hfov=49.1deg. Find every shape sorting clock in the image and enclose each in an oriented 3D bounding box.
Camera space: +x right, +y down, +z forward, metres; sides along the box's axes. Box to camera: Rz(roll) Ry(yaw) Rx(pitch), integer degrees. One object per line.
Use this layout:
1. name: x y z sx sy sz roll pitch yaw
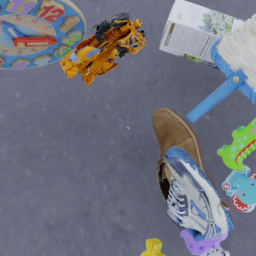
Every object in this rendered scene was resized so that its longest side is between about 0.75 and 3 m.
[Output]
1. shape sorting clock: -2.193 -1.821 5.627 2.753 2.753 0.540 -15 75 -6

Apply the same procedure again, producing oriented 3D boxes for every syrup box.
1. syrup box: 2.096 -2.241 7.045 2.393 0.975 0.942 19 57 2

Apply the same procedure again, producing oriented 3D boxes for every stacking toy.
1. stacking toy: 1.568 1.337 4.432 0.687 2.206 2.926 44 105 37

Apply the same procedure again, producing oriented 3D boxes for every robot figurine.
1. robot figurine: -0.357 -1.335 4.835 1.518 1.101 0.442 -30 74 20

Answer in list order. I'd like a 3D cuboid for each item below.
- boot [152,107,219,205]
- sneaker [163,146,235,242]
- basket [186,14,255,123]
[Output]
1. boot: 0.979 0.654 5.906 0.942 0.919 2.496 -9 65 -31
2. sneaker: 0.745 0.896 3.362 0.656 1.541 0.594 -33 28 3
3. basket: 2.240 -1.050 5.195 2.029 2.301 1.600 -34 84 -41
